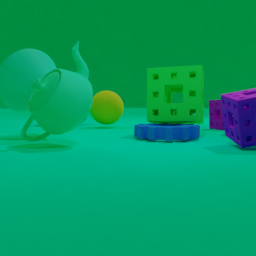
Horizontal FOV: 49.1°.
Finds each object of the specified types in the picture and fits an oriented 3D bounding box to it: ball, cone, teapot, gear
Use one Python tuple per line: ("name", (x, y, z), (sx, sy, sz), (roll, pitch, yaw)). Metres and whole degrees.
("ball", (-0.640, -0.605, 8.390), (1.017, 1.017, 1.017), (0, 4, 0))
("cone", (-1.681, -0.768, 5.774), (1.448, 1.442, 1.442), (27, 21, 38))
("teapot", (-1.086, -0.516, 4.406), (0.846, 1.727, 1.074), (38, -8, -38))
("gear", (0.756, 0.056, 5.480), (1.247, 0.231, 1.247), (0, 5, 0))

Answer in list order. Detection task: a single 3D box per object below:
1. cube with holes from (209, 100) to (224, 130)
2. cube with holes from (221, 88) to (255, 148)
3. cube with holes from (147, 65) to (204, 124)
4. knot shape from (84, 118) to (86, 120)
("cube with holes", (2.810, -0.382, 7.727), (0.807, 0.807, 0.807), (-3, 5, -17))
("cube with holes", (1.903, -0.188, 4.248), (0.700, 0.700, 0.700), (-11, 13, 2))
("cube with holes", (1.077, -0.668, 6.163), (1.110, 1.110, 1.110), (0, -2, 17))
("knot shape", (-2.365, -0.556, 9.670), (1.720, 0.795, 1.610), (7, 1, -27))
